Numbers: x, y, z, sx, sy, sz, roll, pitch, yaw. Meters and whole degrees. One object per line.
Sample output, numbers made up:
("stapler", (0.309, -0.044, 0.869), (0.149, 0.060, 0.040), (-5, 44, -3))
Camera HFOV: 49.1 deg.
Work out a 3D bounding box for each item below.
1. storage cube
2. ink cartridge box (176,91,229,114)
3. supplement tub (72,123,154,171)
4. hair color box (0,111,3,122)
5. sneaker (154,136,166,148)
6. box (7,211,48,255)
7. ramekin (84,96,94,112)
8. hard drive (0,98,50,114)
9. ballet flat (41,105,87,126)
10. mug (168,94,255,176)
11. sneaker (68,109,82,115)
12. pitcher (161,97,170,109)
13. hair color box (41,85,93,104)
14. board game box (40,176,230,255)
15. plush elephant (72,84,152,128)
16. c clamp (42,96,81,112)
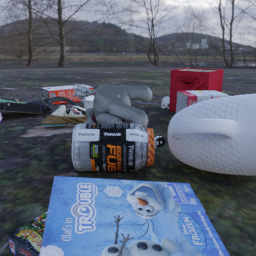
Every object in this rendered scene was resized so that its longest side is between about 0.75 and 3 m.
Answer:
("storage cube", (3.584, -1.983, 14.798), (2.108, 2.217, 2.466), (12, 20, 35))
("ink cartridge box", (3.260, -0.888, 12.422), (1.905, 1.384, 1.378), (-3, 16, -10))
("supplement tub", (-0.384, 0.521, 7.649), (2.130, 1.305, 1.305), (-1, 16, -1))
("hair color box", (-6.553, -0.471, 12.657), (1.495, 0.484, 0.817), (-2, 16, -14))
("sneaker", (0.550, 0.493, 9.361), (1.420, 0.472, 0.643), (-8, 14, -36))
("box", (-0.909, 1.896, 4.597), (1.780, 0.336, 1.216), (10, 19, 33))
("ramekin", (-1.536, -1.199, 14.644), (1.609, 0.784, 1.609), (0, 16, 0))
("hard drive", (-5.498, -1.118, 13.988), (2.631, 0.498, 1.838), (3, 9, -45))
("ballet flat", (-2.421, -0.502, 11.809), (2.446, 0.885, 0.829), (2, 12, -1))
("mug", (2.193, 0.149, 7.199), (2.412, 2.031, 2.751), (-2, -9, 36))
("sneaker", (-2.413, -0.497, 13.060), (0.538, 0.506, 1.314), (-35, 28, -15))
("pitcher", (2.173, -1.396, 15.885), (0.813, 0.575, 0.948), (-12, 29, -8))
("hair color box", (-3.829, -2.165, 17.814), (2.934, 0.898, 1.489), (-9, 19, -32))
("board game box", (0.074, 1.636, 3.998), (2.502, 0.545, 2.515), (4, 23, -11))
("plush elephant", (-0.636, -0.265, 9.297), (2.632, 2.038, 2.168), (10, 37, -6))
("c clamp", (-3.297, -1.083, 14.551), (2.110, 0.335, 2.470), (24, 21, 11))
